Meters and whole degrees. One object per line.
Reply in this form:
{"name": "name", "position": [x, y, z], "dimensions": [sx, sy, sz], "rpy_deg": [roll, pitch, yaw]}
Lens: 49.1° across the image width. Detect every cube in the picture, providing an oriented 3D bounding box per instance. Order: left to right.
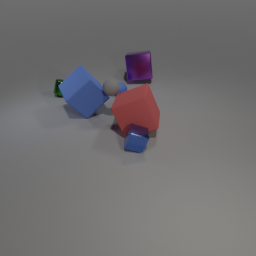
{"name": "cube", "position": [-1.918, -1.574, 12.200], "dimensions": [1.400, 1.400, 1.400], "rpy_deg": [-41, 45, 7]}
{"name": "cube", "position": [0.308, 0.368, 10.105], "dimensions": [0.700, 0.700, 0.700], "rpy_deg": [16, 31, -10]}
{"name": "cube", "position": [0.344, -0.674, 10.942], "dimensions": [1.400, 1.400, 1.400], "rpy_deg": [-17, 25, 18]}
{"name": "cube", "position": [0.641, -3.546, 15.864], "dimensions": [1.400, 1.400, 1.400], "rpy_deg": [-5, 20, 6]}

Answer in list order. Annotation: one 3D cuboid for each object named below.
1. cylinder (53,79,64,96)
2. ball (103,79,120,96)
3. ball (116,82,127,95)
{"name": "cylinder", "position": [-3.381, -2.061, 14.233], "dimensions": [0.700, 0.700, 0.700], "rpy_deg": [14, 18, -5]}
{"name": "ball", "position": [-0.691, -1.661, 11.471], "dimensions": [0.700, 0.700, 0.700], "rpy_deg": [0, 31, 0]}
{"name": "ball", "position": [-0.387, -1.970, 14.245], "dimensions": [0.700, 0.700, 0.700], "rpy_deg": [0, 31, 0]}
